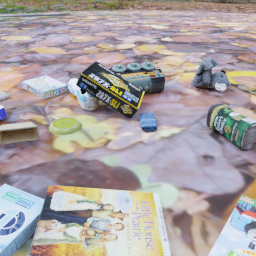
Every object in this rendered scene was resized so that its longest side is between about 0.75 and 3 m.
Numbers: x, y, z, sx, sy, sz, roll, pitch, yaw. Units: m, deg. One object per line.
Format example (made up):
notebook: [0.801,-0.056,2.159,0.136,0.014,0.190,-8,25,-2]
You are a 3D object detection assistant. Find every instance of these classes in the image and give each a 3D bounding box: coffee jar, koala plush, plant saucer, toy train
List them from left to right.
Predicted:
plant saucer: [-2.435,-0.124,10.878,1.257,0.195,1.257,1,29,0]
toy train: [0.442,-2.421,14.020,2.970,1.266,1.693,-9,43,-16]
koala plush: [4.366,-2.499,14.261,1.765,1.622,1.565,33,30,12]
coffee jar: [3.669,-0.112,9.999,0.841,1.028,1.971,-12,30,-21]

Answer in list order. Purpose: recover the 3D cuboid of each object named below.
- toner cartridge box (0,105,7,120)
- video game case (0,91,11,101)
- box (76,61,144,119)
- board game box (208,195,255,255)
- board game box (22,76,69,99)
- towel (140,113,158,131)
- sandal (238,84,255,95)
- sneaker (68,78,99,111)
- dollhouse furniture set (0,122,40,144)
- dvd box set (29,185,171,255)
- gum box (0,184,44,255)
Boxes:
toner cartridge box: [-5.935,-0.273,10.695,1.062,0.483,2.236,18,38,27]
video game case: [-6.645,-1.491,13.388,1.494,0.165,1.360,18,34,30]
box: [-0.665,-1.683,11.940,2.659,0.656,2.123,32,29,-5]
board game box: [2.841,2.568,5.696,1.882,0.455,2.488,20,35,31]
board game box: [-4.256,-2.129,14.337,1.442,0.367,2.145,-25,37,-37]
towel: [0.787,-0.230,10.978,0.653,0.284,1.170,-1,30,0]
sandal: [6.294,-1.981,13.995,0.654,0.440,1.629,-20,35,-32]
sneaker: [-2.033,-1.789,12.934,1.045,1.053,2.907,-1,28,-28]
dollhouse furniture set: [-4.058,0.297,8.901,2.386,1.891,1.693,-7,45,-18]
dvd box set: [-0.544,2.135,6.113,2.730,0.401,1.998,6,30,-6]
gum box: [-2.945,2.192,6.427,1.577,0.413,1.856,13,31,23]
